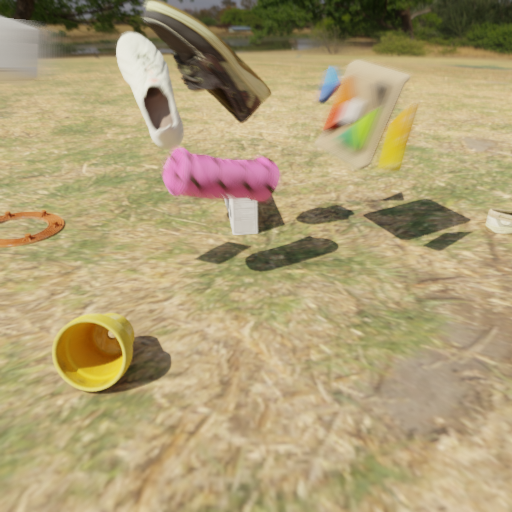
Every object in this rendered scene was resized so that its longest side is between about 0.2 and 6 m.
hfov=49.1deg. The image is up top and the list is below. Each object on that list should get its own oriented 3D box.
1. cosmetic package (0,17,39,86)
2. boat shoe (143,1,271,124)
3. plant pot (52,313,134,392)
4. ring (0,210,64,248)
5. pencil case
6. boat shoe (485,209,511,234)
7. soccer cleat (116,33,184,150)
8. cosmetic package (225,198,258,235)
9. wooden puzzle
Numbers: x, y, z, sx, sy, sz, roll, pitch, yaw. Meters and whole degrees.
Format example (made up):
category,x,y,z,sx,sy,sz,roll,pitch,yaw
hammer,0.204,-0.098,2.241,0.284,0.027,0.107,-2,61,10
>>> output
category,x,y,z,sx,sy,sz,roll,pitch,yaw
cosmetic package,-3.391,-2.789,7.695,0.574,0.696,0.574,2,-2,41
boat shoe,-0.886,-3.324,9.966,2.878,0.946,1.028,27,4,-45
plant pot,-2.141,1.223,7.750,1.008,1.008,0.948,2,11,5
ring,-5.354,-0.669,12.566,1.984,0.190,1.984,0,25,0
pencil case,-0.622,-1.391,9.642,1.993,0.904,0.933,1,40,-39
boat shoe,5.981,-0.804,12.415,1.683,0.547,0.607,2,25,3
soccer cleat,-2.130,-3.464,11.354,0.945,2.726,1.057,-22,-10,-5
cosmetic package,-0.405,-1.425,13.198,0.618,1.008,2.443,-2,25,-7
wooden puzzle,1.930,-2.738,10.647,0.346,1.998,2.961,14,12,-33
